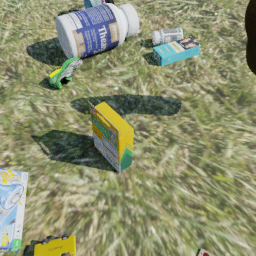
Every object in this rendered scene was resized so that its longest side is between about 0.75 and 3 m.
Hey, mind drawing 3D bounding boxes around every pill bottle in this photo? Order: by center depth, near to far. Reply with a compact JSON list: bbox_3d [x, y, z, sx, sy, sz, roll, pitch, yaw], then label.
[{"bbox_3d":[-1.030,-3.469,9.856,2.686,1.490,1.490,-24,55,-18],"label":"pill bottle"},{"bbox_3d":[1.457,-3.352,10.338,1.032,0.584,0.584,-6,51,-5],"label":"pill bottle"}]

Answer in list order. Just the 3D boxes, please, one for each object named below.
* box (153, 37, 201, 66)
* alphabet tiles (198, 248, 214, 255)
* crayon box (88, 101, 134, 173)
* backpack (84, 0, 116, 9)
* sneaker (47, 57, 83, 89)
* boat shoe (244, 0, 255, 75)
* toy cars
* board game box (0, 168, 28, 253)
[{"bbox_3d":[1.727,-2.741,9.972,1.593,0.392,0.656,-21,54,-16],"label":"box"},{"bbox_3d":[1.715,3.328,5.318,1.298,0.059,1.552,25,56,18],"label":"alphabet tiles"},{"bbox_3d":[-0.386,0.172,6.751,0.454,1.761,1.107,-33,59,-23],"label":"crayon box"},{"bbox_3d":[-1.114,-4.918,11.019,1.132,1.504,1.335,-14,52,11],"label":"backpack"},{"bbox_3d":[-1.956,-1.766,9.178,0.588,0.539,1.381,35,68,16],"label":"sneaker"},{"bbox_3d":[3.081,-2.087,5.938,0.839,2.528,0.936,-32,61,1],"label":"boat shoe"},{"bbox_3d":[-1.735,2.838,5.508,0.820,0.405,1.829,25,58,33],"label":"toy cars"},{"bbox_3d":[-2.897,1.720,6.081,1.220,0.311,1.802,15,46,-28],"label":"board game box"}]
